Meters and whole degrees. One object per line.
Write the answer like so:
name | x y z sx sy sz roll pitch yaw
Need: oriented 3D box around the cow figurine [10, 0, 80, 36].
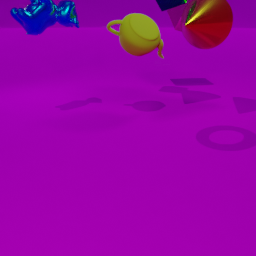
cow figurine | -1.952 -2.739 6.933 0.789 1.415 1.438 24 75 41

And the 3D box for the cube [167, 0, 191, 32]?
cube | 2.307 -4.146 9.823 1.248 1.248 1.248 8 49 -22

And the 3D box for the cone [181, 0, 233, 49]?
cone | 1.853 -2.828 7.580 1.546 1.546 1.552 13 27 30

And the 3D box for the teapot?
teapot | 0.295 -2.285 7.150 1.753 0.858 1.090 20 58 -18

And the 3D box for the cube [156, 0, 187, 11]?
cube | 1.231 -4.023 8.029 0.806 0.806 0.806 -3 55 37
